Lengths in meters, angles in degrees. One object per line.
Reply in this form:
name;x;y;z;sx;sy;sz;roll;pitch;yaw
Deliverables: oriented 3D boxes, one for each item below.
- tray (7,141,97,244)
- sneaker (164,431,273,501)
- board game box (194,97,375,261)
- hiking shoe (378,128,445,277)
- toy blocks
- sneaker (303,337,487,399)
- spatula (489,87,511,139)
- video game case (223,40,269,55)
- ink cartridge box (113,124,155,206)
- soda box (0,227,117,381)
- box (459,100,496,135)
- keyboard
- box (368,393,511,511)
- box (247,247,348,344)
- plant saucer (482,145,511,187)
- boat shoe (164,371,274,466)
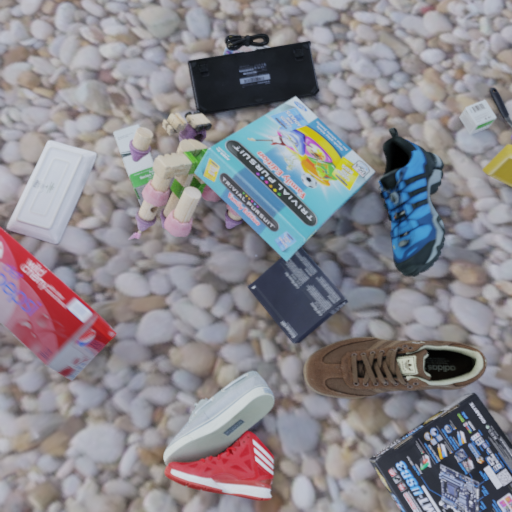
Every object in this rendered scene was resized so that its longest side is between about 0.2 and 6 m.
tray;-4.302;-1.410;11.773;1.184;0.244;2.205;16;72;6
sneaker;-0.596;3.620;9.945;1.902;0.745;1.099;15;63;-8
board game box;0.675;-1.598;10.665;2.297;0.714;3.042;44;46;4
hiking shoe;2.822;-0.991;10.840;1.319;1.132;3.043;29;52;-24
toy blocks;-1.477;-1.314;11.068;2.149;1.936;2.300;-21;63;-44
sneaker;2.496;1.915;10.142;3.240;1.224;1.141;-4;72;-2
spatula;5.592;-2.973;12.323;0.500;0.182;1.770;-21;73;-7
video game case;-0.260;-4.513;12.870;1.034;0.123;0.941;16;73;4
ink cartridge box;-2.378;-1.838;11.507;0.574;1.014;1.383;-21;74;-8
soda box;-4.452;0.544;10.371;3.845;1.346;1.219;38;74;17
box;4.820;-3.011;12.201;0.502;0.432;0.504;-22;75;-7
keyboard;-0.085;-4.161;12.508;2.791;0.358;1.676;-11;90;-5
box;3.563;3.979;9.806;2.282;0.571;2.299;-31;74;-9
box;0.796;0.723;10.638;1.281;0.733;1.407;-40;75;4
plant saucer;5.262;-1.754;11.465;0.901;0.901;0.218;26;59;-2
boat shoe;-0.723;2.923;10.076;2.289;0.799;0.815;-37;40;4
